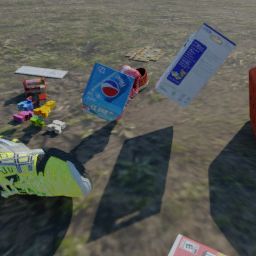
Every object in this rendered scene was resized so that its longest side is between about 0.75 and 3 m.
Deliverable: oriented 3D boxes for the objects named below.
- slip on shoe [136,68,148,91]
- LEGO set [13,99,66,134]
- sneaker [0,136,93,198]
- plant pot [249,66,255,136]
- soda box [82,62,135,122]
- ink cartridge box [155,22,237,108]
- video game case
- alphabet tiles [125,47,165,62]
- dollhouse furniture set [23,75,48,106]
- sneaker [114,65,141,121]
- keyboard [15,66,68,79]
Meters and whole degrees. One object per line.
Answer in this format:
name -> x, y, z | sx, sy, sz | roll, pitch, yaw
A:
slip on shoe -> -0.011, -1.561, 10.072 | 0.864, 0.714, 2.332 | 22, 40, 27
LEGO set -> -2.591, -0.491, 8.454 | 1.780, 0.679, 0.730 | 17, 37, 22
sneaker -> -2.064, 1.041, 5.874 | 2.982, 1.124, 1.139 | 7, 39, 29
plant pot -> 4.456, -0.678, 7.428 | 2.139, 2.427, 2.425 | -6, 31, 17
soda box -> -0.473, -0.617, 5.707 | 0.740, 0.700, 2.183 | 21, -5, -7
ink cartridge box -> 1.847, -1.735, 7.932 | 1.129, 2.269, 0.445 | 30, 30, -12
video game case -> 1.517, 2.677, 3.977 | 2.362, 0.206, 1.689 | 17, 37, 24
alphabet tiles -> 0.880, -3.675, 13.933 | 1.639, 0.062, 1.970 | 14, 36, 21
dollhouse furniture set -> -3.243, -1.296, 9.781 | 0.754, 0.570, 1.401 | -9, 34, -14
sneaker -> -0.097, -0.969, 8.261 | 0.729, 1.682, 0.620 | 24, 14, 36
keyboard -> -3.668, -2.368, 11.862 | 2.204, 0.117, 0.620 | 9, 34, 14
